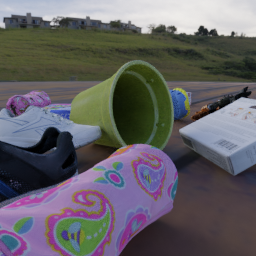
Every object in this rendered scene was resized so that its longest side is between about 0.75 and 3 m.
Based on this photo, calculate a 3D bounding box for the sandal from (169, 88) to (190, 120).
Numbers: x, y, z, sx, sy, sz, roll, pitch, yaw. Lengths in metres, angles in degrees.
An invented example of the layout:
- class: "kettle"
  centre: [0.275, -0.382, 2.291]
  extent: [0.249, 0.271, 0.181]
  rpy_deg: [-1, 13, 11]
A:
- class: "sandal"
  centre: [1.119, -0.820, 10.309]
  extent: [1.267, 1.157, 2.911]
  rpy_deg: [-16, 11, -25]

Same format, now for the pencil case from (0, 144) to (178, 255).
- class: "pencil case"
  centre: [-0.323, 0.820, 2.494]
  extent: [0.983, 0.983, 2.249]
  rpy_deg: [6, 14, 28]

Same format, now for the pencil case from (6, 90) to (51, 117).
- class: "pencil case"
  centre: [-3.684, -0.874, 10.573]
  extent: [0.999, 0.956, 2.310]
  rpy_deg: [0, 13, 1]

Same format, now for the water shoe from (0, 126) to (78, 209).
- class: "water shoe"
  centre: [-1.837, 0.562, 3.319]
  extent: [0.953, 1.052, 2.665]
  rpy_deg: [11, 16, 43]

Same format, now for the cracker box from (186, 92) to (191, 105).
- class: "cracker box"
  centre: [2.780, -1.525, 14.494]
  extent: [0.950, 0.636, 0.274]
  rpy_deg: [4, 12, 18]

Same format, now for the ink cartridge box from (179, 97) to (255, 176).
- class: "ink cartridge box"
  centre: [2.244, 0.038, 5.702]
  extent: [1.759, 0.441, 2.026]
  rpy_deg: [-26, 17, -7]

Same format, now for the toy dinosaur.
- class: "toy dinosaur"
  centre: [2.749, -0.319, 8.328]
  extent: [1.707, 1.284, 2.515]
  rpy_deg: [-8, 21, 48]

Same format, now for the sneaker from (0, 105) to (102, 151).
- class: "sneaker"
  centre: [-1.553, 0.011, 5.352]
  extent: [2.101, 0.915, 0.783]
  rpy_deg: [0, -2, -3]

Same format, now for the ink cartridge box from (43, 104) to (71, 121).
- class: "ink cartridge box"
  centre: [-2.312, -0.452, 9.638]
  extent: [1.551, 0.545, 2.599]
  rpy_deg: [1, 14, 6]

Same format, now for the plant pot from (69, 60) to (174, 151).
- class: "plant pot"
  centre: [-0.280, -0.332, 6.264]
  extent: [1.812, 1.971, 1.971]
  rpy_deg: [-4, 6, 44]
